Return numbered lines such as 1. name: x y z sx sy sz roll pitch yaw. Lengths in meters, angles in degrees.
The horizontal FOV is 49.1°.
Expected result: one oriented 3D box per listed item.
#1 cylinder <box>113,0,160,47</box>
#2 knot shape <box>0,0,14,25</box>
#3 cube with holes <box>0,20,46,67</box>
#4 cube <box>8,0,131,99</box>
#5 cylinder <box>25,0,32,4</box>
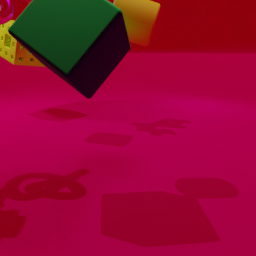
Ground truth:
1. cylinder: 0.099 -1.871 4.835 0.730 0.730 0.730 17 17 -2
2. knot shape: -2.736 -2.062 4.880 1.600 0.739 1.498 -23 57 -25
3. cube with holes: -3.720 -3.045 10.094 1.273 1.273 1.273 32 26 34
4. cube: -0.754 -1.271 4.056 1.096 1.096 1.096 38 -3 11
5. cylinder: -2.337 -3.827 7.355 0.943 0.943 0.943 -38 2 24
